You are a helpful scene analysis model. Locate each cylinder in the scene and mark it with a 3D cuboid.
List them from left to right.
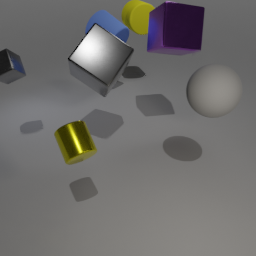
[{"bbox_3d":[-1.087,0.309,5.834,0.700,0.700,0.700,-18,75,-27],"label":"cylinder"},{"bbox_3d":[-0.898,-4.170,12.286,1.400,1.400,1.400,41,45,13],"label":"cylinder"},{"bbox_3d":[0.533,-5.323,13.447,1.400,1.400,1.400,-9,32,-15],"label":"cylinder"}]

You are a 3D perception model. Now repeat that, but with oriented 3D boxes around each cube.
[{"bbox_3d":[-3.616,-1.820,8.368,0.700,0.700,0.700,-23,-9,9],"label":"cube"},{"bbox_3d":[-0.850,-2.020,8.633,1.400,1.400,1.400,34,80,-3],"label":"cube"},{"bbox_3d":[1.564,-3.279,9.456,1.400,1.400,1.400,1,8,-18],"label":"cube"}]

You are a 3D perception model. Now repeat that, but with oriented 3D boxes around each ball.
[{"bbox_3d":[2.230,-0.967,7.308,1.400,1.400,1.400,0,32,0],"label":"ball"}]
